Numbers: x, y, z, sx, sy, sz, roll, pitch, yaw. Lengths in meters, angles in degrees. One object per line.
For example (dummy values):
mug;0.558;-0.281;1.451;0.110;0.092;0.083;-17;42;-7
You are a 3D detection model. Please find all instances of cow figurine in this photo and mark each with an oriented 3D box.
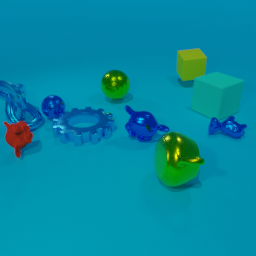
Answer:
cow figurine;2.855;0.002;8.166;0.938;0.523;0.953;-26;49;-31

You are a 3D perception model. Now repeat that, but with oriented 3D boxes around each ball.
ball;-2.412;-0.686;9.061;0.768;0.768;0.768;0;29;0
ball;-0.460;-1.579;10.212;1.088;1.088;1.088;0;29;0

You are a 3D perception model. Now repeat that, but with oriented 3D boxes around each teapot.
teapot;1.131;0.688;6.254;0.957;1.216;1.955;3;-3;-12

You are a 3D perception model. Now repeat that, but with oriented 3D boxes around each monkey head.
monkey head;-2.845;0.177;7.067;0.648;0.774;1.076;-29;74;7
monkey head;0.448;-0.172;7.925;1.397;0.842;1.005;28;38;-6

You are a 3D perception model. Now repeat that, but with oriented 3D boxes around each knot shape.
knot shape;-3.322;-0.637;8.575;0.820;1.774;1.660;-32;79;-5

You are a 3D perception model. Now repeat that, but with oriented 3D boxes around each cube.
cube;2.575;-2.593;11.455;0.941;0.941;0.941;-7;38;-4
cube;2.986;-1.101;9.435;1.160;1.160;1.160;-20;35;-32

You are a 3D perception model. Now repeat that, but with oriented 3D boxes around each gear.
gear;-1.338;-0.101;8.489;1.852;0.342;1.852;0;29;0
